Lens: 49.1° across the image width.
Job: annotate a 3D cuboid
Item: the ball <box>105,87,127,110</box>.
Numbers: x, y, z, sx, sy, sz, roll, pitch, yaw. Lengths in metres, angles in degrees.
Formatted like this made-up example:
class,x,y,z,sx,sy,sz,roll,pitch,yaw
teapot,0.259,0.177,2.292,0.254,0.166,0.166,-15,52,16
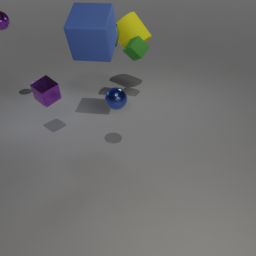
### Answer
class,x,y,z,sx,sy,sz,roll,pitch,yaw
ball,-0.371,-0.917,8.748,0.700,0.700,0.700,0,31,0

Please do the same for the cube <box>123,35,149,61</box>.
class,x,y,z,sx,sy,sz,roll,pitch,yaw
cube,0.351,-3.442,12.142,0.700,0.700,0.700,-58,25,-14

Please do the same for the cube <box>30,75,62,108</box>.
class,x,y,z,sx,sy,sz,roll,pitch,yaw
cube,-2.866,-1.284,9.806,0.700,0.700,0.700,35,58,25

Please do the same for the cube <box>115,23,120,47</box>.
class,x,y,z,sx,sy,sz,roll,pitch,yaw
cube,-0.795,-3.867,11.559,0.700,0.700,0.700,11,-9,12

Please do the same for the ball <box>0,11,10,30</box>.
class,x,y,z,sx,sy,sz,roll,pitch,yaw
ball,-5.005,-4.198,10.951,0.700,0.700,0.700,0,31,0

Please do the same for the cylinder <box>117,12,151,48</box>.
class,x,y,z,sx,sy,sz,roll,pitch,yaw
cylinder,0.153,-4.457,13.239,1.400,1.400,1.400,-37,6,5

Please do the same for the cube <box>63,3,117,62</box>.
class,x,y,z,sx,sy,sz,roll,pitch,yaw
cube,-1.221,-3.284,9.649,1.400,1.400,1.400,4,56,8
